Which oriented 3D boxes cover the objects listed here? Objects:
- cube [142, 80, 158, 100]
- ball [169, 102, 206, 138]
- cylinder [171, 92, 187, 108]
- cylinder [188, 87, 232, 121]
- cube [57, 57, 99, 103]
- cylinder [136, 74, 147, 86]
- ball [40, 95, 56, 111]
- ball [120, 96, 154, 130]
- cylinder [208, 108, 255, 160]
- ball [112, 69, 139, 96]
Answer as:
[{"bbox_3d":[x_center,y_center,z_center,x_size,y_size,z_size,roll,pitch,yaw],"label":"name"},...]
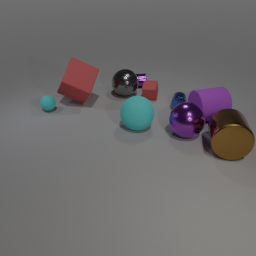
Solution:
[{"bbox_3d":[1.132,-1.923,14.195,0.700,0.700,0.700,4,51,14],"label":"cube"},{"bbox_3d":[2.302,-0.313,10.937,1.400,1.400,1.400,0,30,0],"label":"ball"},{"bbox_3d":[2.429,-1.272,13.321,0.700,0.700,0.700,6,30,11],"label":"cylinder"},{"bbox_3d":[3.530,-1.034,12.188,1.400,1.400,1.400,-8,31,-14],"label":"cylinder"},{"bbox_3d":[-2.382,-2.230,13.304,1.400,1.400,1.400,22,68,-16],"label":"cube"},{"bbox_3d":[0.651,-2.670,15.611,0.700,0.700,0.700,-2,30,-2],"label":"cylinder"},{"bbox_3d":[-3.718,-1.163,13.016,0.700,0.700,0.700,0,30,0],"label":"ball"},{"bbox_3d":[0.380,-0.608,11.469,1.400,1.400,1.400,0,30,0],"label":"ball"},{"bbox_3d":[3.636,0.197,10.006,1.400,1.400,1.400,5,27,8],"label":"cylinder"},{"bbox_3d":[-0.145,-2.332,14.455,1.400,1.400,1.400,0,30,0],"label":"ball"}]
